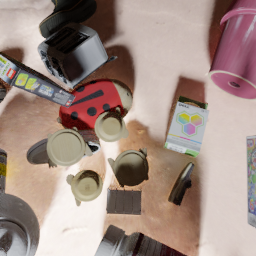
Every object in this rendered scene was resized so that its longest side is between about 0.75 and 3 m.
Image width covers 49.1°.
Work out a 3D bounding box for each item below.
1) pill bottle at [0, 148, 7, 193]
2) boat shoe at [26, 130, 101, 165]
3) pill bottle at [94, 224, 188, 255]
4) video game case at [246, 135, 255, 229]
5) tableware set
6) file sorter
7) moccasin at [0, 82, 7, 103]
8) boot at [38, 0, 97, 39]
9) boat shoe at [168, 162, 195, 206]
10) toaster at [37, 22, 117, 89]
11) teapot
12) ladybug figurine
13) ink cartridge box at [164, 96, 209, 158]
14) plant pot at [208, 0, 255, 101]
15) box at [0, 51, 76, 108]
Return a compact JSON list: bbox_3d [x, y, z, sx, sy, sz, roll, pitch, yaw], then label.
[{"bbox_3d":[-3.934,1.508,7.794,0.995,0.995,1.821,-5,67,-2],"label":"pill bottle"},{"bbox_3d":[-1.866,0.660,8.161,2.190,0.806,0.716,-19,36,-7],"label":"boat shoe"},{"bbox_3d":[0.483,3.459,6.690,2.621,1.496,1.496,22,69,10],"label":"pill bottle"},{"bbox_3d":[2.797,1.120,5.705,0.179,1.422,1.986,1,85,-1],"label":"video game case"},{"bbox_3d":[-0.825,0.846,8.074,2.811,0.326,2.348,-22,91,-12],"label":"tableware set"},{"bbox_3d":[-0.100,2.025,7.786,0.987,0.615,0.685,2,67,0],"label":"file sorter"},{"bbox_3d":[-5.347,-0.846,8.837,2.986,1.092,1.153,-22,77,1],"label":"moccasin"},{"bbox_3d":[-2.640,-4.374,10.448,1.723,0.965,2.492,39,59,20],"label":"boot"},{"bbox_3d":[1.610,1.610,8.062,0.431,0.479,1.331,31,71,4],"label":"boat shoe"},{"bbox_3d":[-1.730,-2.422,9.137,1.934,1.148,1.749,-41,50,-16],"label":"toaster"},{"bbox_3d":[-3.081,2.622,6.497,2.351,1.717,2.320,37,70,-21],"label":"teapot"},{"bbox_3d":[-1.045,-0.766,8.795,2.557,0.920,1.736,-28,69,-11],"label":"ladybug figurine"},{"bbox_3d":[1.891,-0.182,8.740,1.027,0.587,1.978,17,68,7],"label":"ink cartridge box"},{"bbox_3d":[3.870,-2.326,8.688,2.753,2.753,2.464,29,86,12],"label":"plant pot"},{"bbox_3d":[-2.399,-1.203,6.913,1.292,2.348,0.408,34,93,18],"label":"box"}]
